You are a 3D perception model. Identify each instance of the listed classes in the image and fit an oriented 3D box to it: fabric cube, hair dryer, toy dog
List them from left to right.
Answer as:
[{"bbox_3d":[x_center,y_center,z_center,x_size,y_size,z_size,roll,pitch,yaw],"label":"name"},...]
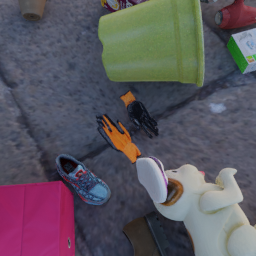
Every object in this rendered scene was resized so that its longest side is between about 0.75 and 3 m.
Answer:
[{"bbox_3d":[-2.258,2.362,6.788,1.729,1.696,1.723,-4,66,-1],"label":"fabric cube"},{"bbox_3d":[1.867,2.157,6.965,2.813,1.963,2.728,44,97,17],"label":"toy dog"},{"bbox_3d":[3.757,-4.350,9.364,2.154,2.829,0.768,-43,40,27],"label":"hair dryer"}]

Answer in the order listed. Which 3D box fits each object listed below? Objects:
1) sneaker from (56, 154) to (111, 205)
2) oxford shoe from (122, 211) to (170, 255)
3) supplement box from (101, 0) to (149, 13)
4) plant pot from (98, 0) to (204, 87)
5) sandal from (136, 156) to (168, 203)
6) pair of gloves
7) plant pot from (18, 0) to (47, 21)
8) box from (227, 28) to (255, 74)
[{"bbox_3d":[-1.294,1.395,7.593,1.895,0.905,0.752,34,72,13],"label":"sneaker"},{"bbox_3d":[0.630,3.630,6.622,1.259,1.084,2.984,-18,58,-9],"label":"oxford shoe"},{"bbox_3d":[0.001,-4.569,9.844,1.940,1.270,1.001,39,74,15],"label":"supplement box"},{"bbox_3d":[0.668,-2.555,8.391,2.752,2.994,2.994,-6,67,10],"label":"plant pot"},{"bbox_3d":[0.611,1.032,6.413,0.528,2.149,0.874,-10,97,-10],"label":"sandal"},{"bbox_3d":[0.033,-0.062,7.997,1.661,0.231,1.865,50,52,-5],"label":"pair of gloves"},{"bbox_3d":[-3.437,-4.430,9.963,1.155,1.155,1.007,-1,85,-1],"label":"plant pot"},{"bbox_3d":[4.155,-2.595,9.397,1.112,0.609,1.260,-16,68,-5],"label":"box"}]
